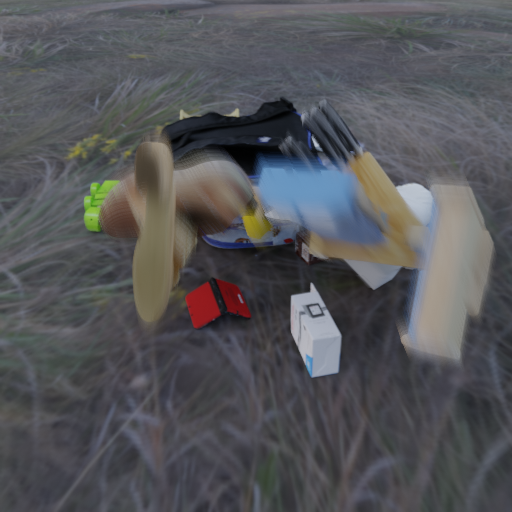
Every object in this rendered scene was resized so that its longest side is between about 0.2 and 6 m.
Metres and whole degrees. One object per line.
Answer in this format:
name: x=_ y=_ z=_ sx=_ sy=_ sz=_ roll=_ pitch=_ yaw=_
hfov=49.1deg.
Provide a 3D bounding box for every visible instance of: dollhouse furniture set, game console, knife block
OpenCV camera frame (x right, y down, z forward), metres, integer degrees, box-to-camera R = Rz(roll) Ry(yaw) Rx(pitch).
dollhouse furniture set: x=1.574 y=0.192 z=8.206 sx=3.021 sy=1.971 sz=2.852 roll=10 pitch=-9 yaw=30
game console: x=-0.696 y=0.926 z=10.193 sx=0.881 sy=0.607 sz=1.022 roll=20 pitch=24 yaw=-29
knife block: x=1.856 y=-1.198 z=9.773 sx=3.011 sy=2.644 sz=0.963 roll=8 pitch=2 yaw=-5

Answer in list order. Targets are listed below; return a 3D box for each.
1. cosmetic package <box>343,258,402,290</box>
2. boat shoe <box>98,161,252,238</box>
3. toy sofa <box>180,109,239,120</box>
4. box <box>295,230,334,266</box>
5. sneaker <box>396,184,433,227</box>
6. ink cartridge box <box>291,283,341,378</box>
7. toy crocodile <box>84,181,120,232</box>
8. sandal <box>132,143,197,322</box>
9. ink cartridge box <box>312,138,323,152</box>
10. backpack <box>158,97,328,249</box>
cosmetic package: x=2.160 y=0.022 z=10.837 sx=0.654 sy=0.470 sz=1.158 roll=-21 pitch=62 yaw=-38
boat shoe: x=-1.649 y=-0.789 z=9.974 sx=3.282 sy=1.243 sz=1.178 roll=-12 pitch=43 yaw=32
toy sofa: x=-1.393 y=-3.864 z=17.025 sx=1.860 sy=0.908 sz=0.770 roll=-1 pitch=58 yaw=-3
box: x=1.213 y=-0.216 z=11.522 sx=0.647 sy=0.537 sz=0.532 roll=-16 pitch=36 yaw=-23
sneaker: x=2.573 y=-1.096 z=11.609 sx=2.414 sy=0.889 sz=1.395 roll=27 pitch=35 yaw=35
ink cartridge box: x=0.905 y=1.177 z=9.152 sx=0.474 sy=0.823 sz=1.421 roll=-9 pitch=34 yaw=-10
toy crocodile: x=-3.545 y=-1.253 z=13.122 sx=0.702 sy=0.642 sz=2.080 roll=-2 pitch=29 yaw=-2
sandal: x=-1.345 y=-0.364 z=9.062 sx=0.944 sy=2.871 sz=1.053 roll=-10 pitch=17 yaw=-42
ink cartridge box: x=1.689 y=-3.320 z=16.548 sx=1.256 sy=0.315 sz=1.018 roll=-18 pitch=37 yaw=-12
backpack: x=-0.440 y=-1.740 z=11.925 sx=3.254 sy=2.632 sz=3.416 roll=1 pitch=33 yaw=-8
